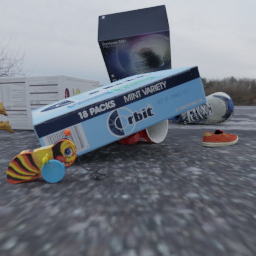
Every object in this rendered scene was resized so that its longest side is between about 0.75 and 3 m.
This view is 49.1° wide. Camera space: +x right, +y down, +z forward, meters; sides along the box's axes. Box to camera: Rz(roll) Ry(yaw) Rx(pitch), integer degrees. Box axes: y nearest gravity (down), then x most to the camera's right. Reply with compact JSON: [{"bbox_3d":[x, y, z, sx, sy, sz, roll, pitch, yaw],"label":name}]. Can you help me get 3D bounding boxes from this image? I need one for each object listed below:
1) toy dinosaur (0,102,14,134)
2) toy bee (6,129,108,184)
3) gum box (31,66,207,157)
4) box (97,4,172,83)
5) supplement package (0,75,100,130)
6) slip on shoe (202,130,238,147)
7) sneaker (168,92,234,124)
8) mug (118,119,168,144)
[{"bbox_3d":[-3.331,0.028,6.059,1.401,0.797,2.639,-24,3,-10],"label":"toy dinosaur"},{"bbox_3d":[-0.803,0.294,3.134,1.037,0.563,0.679,-4,6,-32],"label":"toy bee"},{"bbox_3d":[-0.469,-0.385,5.277,2.529,0.663,2.976,-22,14,-16],"label":"gum box"},{"bbox_3d":[0.362,-3.293,11.772,2.778,1.712,2.755,-7,-35,7],"label":"box"},{"bbox_3d":[-2.437,-0.852,9.343,2.216,1.578,2.846,1,7,16],"label":"supplement package"},{"bbox_3d":[1.839,0.183,5.531,0.998,0.305,0.370,-2,4,-36],"label":"slip on shoe"},{"bbox_3d":[2.470,-0.559,10.257,1.271,1.149,2.983,-15,5,-29],"label":"sneaker"},{"bbox_3d":[0.104,-0.072,5.985,1.142,0.762,1.014,1,3,43],"label":"mug"}]
